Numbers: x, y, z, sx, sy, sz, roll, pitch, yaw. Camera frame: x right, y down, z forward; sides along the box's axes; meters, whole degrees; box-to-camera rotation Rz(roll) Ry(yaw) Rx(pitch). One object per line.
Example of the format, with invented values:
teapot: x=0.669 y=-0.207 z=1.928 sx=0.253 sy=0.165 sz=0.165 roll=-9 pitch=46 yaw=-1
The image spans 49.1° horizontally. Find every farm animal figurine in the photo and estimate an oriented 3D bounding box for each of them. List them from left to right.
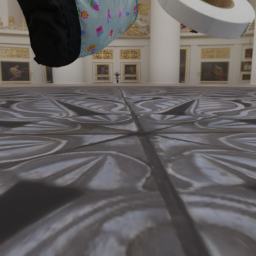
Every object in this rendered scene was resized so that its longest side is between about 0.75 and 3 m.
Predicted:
farm animal figurine: x=2.309 y=-3.854 z=9.517 sx=0.643 sy=1.220 sz=1.233 roll=-7 pitch=52 yaw=-19

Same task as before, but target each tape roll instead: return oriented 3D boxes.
tape roll: x=1.929 y=-3.110 z=6.958 sx=2.496 sy=0.456 sz=2.496 roll=11 pitch=47 yaw=-12

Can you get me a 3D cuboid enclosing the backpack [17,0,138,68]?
backpack: x=-1.053 y=-2.905 z=6.772 sx=1.798 sy=2.371 sz=2.841 roll=25 pitch=48 yaw=21
